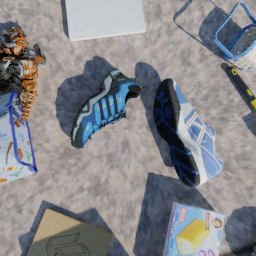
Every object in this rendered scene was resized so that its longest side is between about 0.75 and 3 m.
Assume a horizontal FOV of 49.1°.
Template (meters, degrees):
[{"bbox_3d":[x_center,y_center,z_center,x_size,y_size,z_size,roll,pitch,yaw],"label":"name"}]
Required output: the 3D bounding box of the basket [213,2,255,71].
[{"bbox_3d":[3.101,-2.371,7.545,1.565,1.089,1.380,43,79,-22],"label":"basket"}]

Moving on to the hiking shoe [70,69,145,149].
[{"bbox_3d":[-0.572,-0.415,7.282,1.045,0.896,2.409,31,79,8],"label":"hiking shoe"}]

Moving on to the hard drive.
[{"bbox_3d":[-0.676,-3.387,8.272,2.209,0.290,1.457,-8,77,-1],"label":"hard drive"}]

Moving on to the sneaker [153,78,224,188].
[{"bbox_3d":[1.502,0.038,7.246,1.101,1.082,2.858,-12,77,-25],"label":"sneaker"}]

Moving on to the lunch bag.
[{"bbox_3d":[-3.493,0.226,6.943,1.894,1.379,2.227,-16,64,-4],"label":"lunch bag"}]

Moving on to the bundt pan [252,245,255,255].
[{"bbox_3d":[3.565,3.188,6.651,1.378,0.517,1.378,1,79,-3],"label":"bundt pan"}]

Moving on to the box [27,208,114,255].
[{"bbox_3d":[-1.449,3.017,6.871,1.825,0.194,1.492,20,78,4],"label":"box"}]

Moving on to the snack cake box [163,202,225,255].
[{"bbox_3d":[1.477,2.909,6.636,1.177,0.688,2.047,12,78,4],"label":"snack cake box"}]

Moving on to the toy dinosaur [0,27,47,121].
[{"bbox_3d":[-3.034,-1.548,7.361,1.870,1.407,2.755,-12,48,-23],"label":"toy dinosaur"}]

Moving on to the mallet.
[{"bbox_3d":[3.364,-0.602,7.588,0.810,0.506,2.460,-34,76,-12],"label":"mallet"}]
